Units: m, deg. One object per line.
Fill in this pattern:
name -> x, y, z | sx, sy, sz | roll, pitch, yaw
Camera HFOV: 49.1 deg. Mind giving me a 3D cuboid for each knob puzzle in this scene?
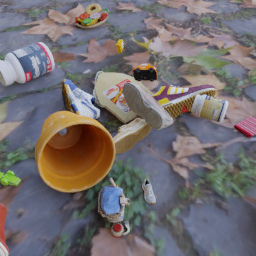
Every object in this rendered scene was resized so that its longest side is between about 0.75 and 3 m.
knob puzzle -> -0.299, -1.352, 11.106 | 2.603, 0.361, 2.603 | 9, 51, -12

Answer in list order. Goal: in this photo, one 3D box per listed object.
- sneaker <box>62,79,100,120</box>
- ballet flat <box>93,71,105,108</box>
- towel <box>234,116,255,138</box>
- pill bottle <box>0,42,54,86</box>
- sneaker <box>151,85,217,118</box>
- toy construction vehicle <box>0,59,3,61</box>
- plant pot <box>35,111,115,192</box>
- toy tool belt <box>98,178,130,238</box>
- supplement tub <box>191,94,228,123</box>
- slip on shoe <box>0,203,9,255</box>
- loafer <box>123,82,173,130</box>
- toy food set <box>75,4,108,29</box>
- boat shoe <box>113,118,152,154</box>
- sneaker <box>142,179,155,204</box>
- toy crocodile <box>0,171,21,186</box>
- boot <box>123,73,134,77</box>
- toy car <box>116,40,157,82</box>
sneaker -> -1.848, -1.046, 10.791 | 1.036, 0.885, 2.351 | -13, 53, -25
ballet flat -> -1.117, -1.659, 11.489 | 0.691, 0.691, 1.990 | -5, 43, -5
towel -> 4.447, -0.057, 10.148 | 1.033, 0.116, 0.747 | -24, 46, -26
pill bottle -> -4.494, -2.713, 12.119 | 2.260, 1.351, 1.351 | -33, 52, -29
sneaker -> 1.940, -1.236, 10.679 | 2.978, 1.116, 1.342 | -19, 52, -20
toy construction vehicle -> -6.110, -2.770, 12.966 | 0.914, 0.370, 1.050 | -19, 48, -35
plant pot -> -1.736, 0.457, 8.336 | 2.155, 2.155, 1.973 | -18, 30, -19
toy tool belt -> -0.368, 2.049, 7.329 | 0.848, 0.835, 1.358 | -6, 43, -7
supplement tub -> 2.163, -0.534, 7.439 | 0.838, 0.605, 0.605 | 19, 46, 15
slip on shoe -> -3.452, 2.265, 7.146 | 0.726, 0.879, 2.374 | -22, 42, -28
loafer -> 0.648, -0.765, 9.607 | 0.699, 0.799, 2.223 | -7, 47, -42
toy food set -> -2.162, -6.648, 16.728 | 2.096, 0.510, 2.075 | -39, 53, -20
boat shoe -> -0.016, 0.222, 9.467 | 0.671, 0.715, 1.938 | 30, 41, 32
sneaker -> 0.581, 1.790, 7.973 | 0.288, 0.350, 0.760 | -12, 44, -12
toy crocodile -> -3.775, 1.482, 8.343 | 1.197, 0.370, 0.404 | 12, 42, 6
boot -> 0.183, -2.315, 12.389 | 0.822, 0.374, 0.978 | 16, 51, 11
toy car -> 0.306, -1.911, 7.719 | 0.718, 1.464, 0.487 | -10, 45, 28
